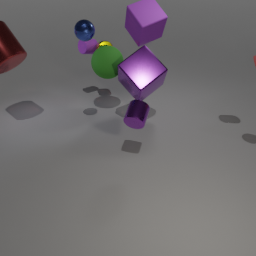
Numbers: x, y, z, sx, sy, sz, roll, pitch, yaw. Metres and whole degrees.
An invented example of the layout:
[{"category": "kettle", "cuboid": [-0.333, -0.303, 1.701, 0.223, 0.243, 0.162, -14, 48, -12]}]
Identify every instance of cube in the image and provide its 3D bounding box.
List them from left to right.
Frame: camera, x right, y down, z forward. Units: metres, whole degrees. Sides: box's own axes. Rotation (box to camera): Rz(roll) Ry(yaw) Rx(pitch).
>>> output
[{"category": "cube", "cuboid": [0.545, -2.126, 11.251, 1.400, 1.400, 1.400, -39, 79, -10]}, {"category": "cube", "cuboid": [0.816, -5.032, 13.302, 1.400, 1.400, 1.400, -27, 73, -15]}]

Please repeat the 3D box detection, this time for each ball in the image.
[{"category": "ball", "cuboid": [-1.465, -3.288, 9.449, 0.700, 0.700, 0.700, 0, 30, 0]}, {"category": "ball", "cuboid": [-0.878, -2.818, 12.031, 1.400, 1.400, 1.400, 0, 30, 0]}]

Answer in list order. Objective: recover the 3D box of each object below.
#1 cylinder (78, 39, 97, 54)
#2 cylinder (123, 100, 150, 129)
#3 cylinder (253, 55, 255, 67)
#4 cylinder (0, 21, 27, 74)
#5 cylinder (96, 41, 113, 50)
[{"category": "cylinder", "cuboid": [-1.885, -3.851, 13.212, 0.700, 0.700, 0.700, -15, 31, -43]}, {"category": "cylinder", "cuboid": [0.282, -0.430, 8.952, 0.700, 0.700, 0.700, 10, 60, 17]}, {"category": "cylinder", "cuboid": [4.830, -2.290, 9.749, 0.700, 0.700, 0.700, -16, 20, 31]}, {"category": "cylinder", "cuboid": [-4.721, -2.944, 10.312, 1.400, 1.400, 1.400, -35, 7, 5]}, {"category": "cylinder", "cuboid": [-1.081, -3.638, 12.844, 0.700, 0.700, 0.700, -7, 20, -13]}]
